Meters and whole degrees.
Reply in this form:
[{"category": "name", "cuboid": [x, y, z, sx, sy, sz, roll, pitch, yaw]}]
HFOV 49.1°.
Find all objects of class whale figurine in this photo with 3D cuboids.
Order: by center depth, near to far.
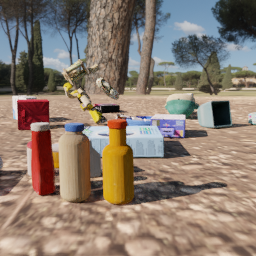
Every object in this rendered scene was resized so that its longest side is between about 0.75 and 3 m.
[{"category": "whale figurine", "cuboid": [2.833, -0.954, 14.788, 1.831, 1.194, 2.301, 2, -16, 17]}]

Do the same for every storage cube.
[{"category": "storage cube", "cuboid": [-3.788, -0.571, 11.243, 1.199, 1.140, 1.334, -2, 9, -18]}]

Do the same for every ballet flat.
[{"category": "ballet flat", "cuboid": [-0.884, -1.782, 12.878, 1.356, 0.513, 0.433, 38, -24, -20]}]

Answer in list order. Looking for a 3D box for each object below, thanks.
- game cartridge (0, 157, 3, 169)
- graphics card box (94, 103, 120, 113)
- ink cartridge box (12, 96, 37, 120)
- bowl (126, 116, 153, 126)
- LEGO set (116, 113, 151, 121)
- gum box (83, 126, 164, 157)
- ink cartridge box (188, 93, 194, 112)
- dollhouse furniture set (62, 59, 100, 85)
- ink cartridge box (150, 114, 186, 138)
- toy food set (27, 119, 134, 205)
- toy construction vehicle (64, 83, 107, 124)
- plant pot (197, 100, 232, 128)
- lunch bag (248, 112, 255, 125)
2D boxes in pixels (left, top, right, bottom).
[{"category": "game cartridge", "cuboid": [-3.576, 0.810, 4.640, 2.398, 0.485, 1.599, -1, 12, -5]}, {"category": "graphics card box", "cuboid": [-1.389, -1.302, 18.129, 1.255, 0.509, 2.000, -2, 10, -18]}, {"category": "ink cartridge box", "cuboid": [-4.902, -0.929, 13.475, 0.685, 1.172, 2.021, -6, 12, -37]}, {"category": "bowl", "cuboid": [0.767, -0.255, 11.873, 1.677, 0.329, 1.677, 0, 9, 0]}, {"category": "LEGO set", "cuboid": [0.269, -0.350, 12.760, 1.517, 0.498, 2.031, 10, 6, -10]}, {"category": "gum box", "cuboid": [-0.298, 0.322, 7.481, 2.314, 0.516, 1.966, 0, 9, 1]}, {"category": "ink cartridge box", "cuboid": [3.314, -1.458, 16.799, 1.154, 1.159, 1.595, -1, 8, 19]}, {"category": "dollhouse furniture set", "cuboid": [-2.089, -2.566, 11.771, 1.310, 0.728, 1.159, -34, 34, -13]}, {"category": "ink cartridge box", "cuboid": [1.392, -0.083, 9.655, 1.158, 0.648, 1.697, 2, 7, 11]}, {"category": "toy food set", "cuboid": [-1.030, 0.368, 4.861, 1.284, 1.210, 2.690, -5, 10, -30]}, {"category": "toy construction vehicle", "cuboid": [-1.814, -0.959, 11.749, 0.686, 1.696, 1.948, -38, -19, 1]}, {"category": "plant pot", "cuboid": [3.484, -0.532, 11.582, 1.059, 1.062, 1.082, -5, -2, -28]}, {"category": "lunch bag", "cuboid": [5.921, -0.377, 12.076, 1.318, 0.508, 1.057, -6, 13, -33]}]
